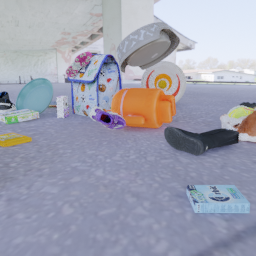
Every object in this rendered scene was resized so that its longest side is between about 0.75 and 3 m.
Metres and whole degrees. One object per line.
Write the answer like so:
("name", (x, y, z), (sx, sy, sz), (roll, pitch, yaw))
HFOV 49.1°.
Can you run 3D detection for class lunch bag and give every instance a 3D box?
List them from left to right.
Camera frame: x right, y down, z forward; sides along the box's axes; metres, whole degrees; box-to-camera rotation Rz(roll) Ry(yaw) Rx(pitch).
("lunch bag", (-1.533, -1.948, 12.919), (1.747, 2.822, 2.399), (-10, 16, -41))

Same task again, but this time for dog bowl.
("dog bowl", (0.765, -3.347, 11.734), (2.762, 0.810, 2.762), (-24, -8, -4))

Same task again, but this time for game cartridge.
("game cartridge", (-3.567, 0.341, 8.425), (1.013, 0.164, 0.893), (7, 14, 36))

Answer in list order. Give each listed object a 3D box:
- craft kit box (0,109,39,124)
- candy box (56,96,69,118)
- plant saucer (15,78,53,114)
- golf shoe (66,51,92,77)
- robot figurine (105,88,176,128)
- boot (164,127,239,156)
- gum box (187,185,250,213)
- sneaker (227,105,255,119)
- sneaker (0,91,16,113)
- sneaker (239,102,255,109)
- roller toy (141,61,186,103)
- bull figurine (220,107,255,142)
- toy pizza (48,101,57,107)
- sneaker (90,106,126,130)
("craft kit box", (-4.725, -0.521, 12.032), (1.352, 0.328, 1.335), (-16, 17, -38))
("candy box", (-2.994, -0.980, 12.855), (0.342, 0.955, 0.801), (0, 11, 4))
("plant saucer", (-4.318, -1.374, 13.188), (2.110, 2.110, 0.379), (6, -20, 25))
("golf shoe", (-2.162, -2.867, 12.267), (1.455, 0.548, 0.666), (-37, 25, 17))
("robot figurine", (0.481, -0.777, 10.595), (2.574, 1.851, 1.501), (5, -17, 24))
("boot", (2.074, 0.218, 7.882), (1.699, 0.558, 1.400), (-14, 31, -34))
("gum box", (1.421, 1.134, 4.525), (0.819, 0.182, 0.696), (0, 12, 1))
("sneaker", (4.307, -0.225, 9.258), (2.421, 0.946, 1.093), (-4, 14, -21))
("sneaker", (-6.366, -1.425, 14.754), (0.690, 1.057, 1.889), (-2, 12, -9))
("sneaker", (5.434, -0.671, 11.106), (2.791, 0.987, 1.384), (-11, 22, -25))
("roller toy", (2.155, -2.685, 16.730), (2.629, 2.882, 2.014), (12, 14, 10))
("bull figurine", (4.128, -0.113, 8.198), (2.651, 0.863, 1.609), (17, 57, 32))
("toy pizza", (-4.502, -1.401, 16.680), (1.519, 0.241, 1.519), (1, 11, 0))
("sneaker", (-0.539, -0.194, 8.361), (1.343, 0.541, 0.560), (18, 10, -45))
